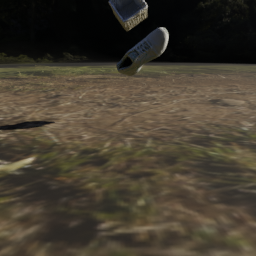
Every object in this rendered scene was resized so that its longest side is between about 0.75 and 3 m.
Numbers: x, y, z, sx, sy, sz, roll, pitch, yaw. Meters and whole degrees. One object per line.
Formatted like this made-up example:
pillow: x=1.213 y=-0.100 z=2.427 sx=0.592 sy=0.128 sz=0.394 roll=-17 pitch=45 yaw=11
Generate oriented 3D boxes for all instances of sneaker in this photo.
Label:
sneaker: x=0.439 y=-2.310 z=8.674 sx=1.970 sy=0.693 sz=0.789 roll=-41 pitch=-11 yaw=26

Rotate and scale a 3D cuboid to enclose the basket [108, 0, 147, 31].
basket: x=0.047 y=-4.528 z=10.704 sx=1.104 sy=1.114 sz=0.896 roll=-35 pitch=-11 yaw=3
